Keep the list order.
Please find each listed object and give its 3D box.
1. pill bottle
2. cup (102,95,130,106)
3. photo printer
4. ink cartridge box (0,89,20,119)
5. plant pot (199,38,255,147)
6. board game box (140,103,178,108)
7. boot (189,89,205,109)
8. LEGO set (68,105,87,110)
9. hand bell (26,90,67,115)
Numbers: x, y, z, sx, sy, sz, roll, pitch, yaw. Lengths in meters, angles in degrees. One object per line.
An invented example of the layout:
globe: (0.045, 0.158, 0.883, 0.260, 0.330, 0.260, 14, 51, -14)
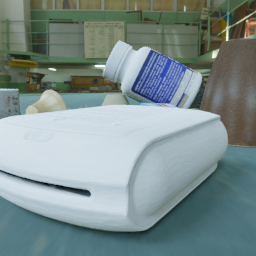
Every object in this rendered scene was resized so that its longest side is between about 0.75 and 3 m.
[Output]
pill bottle: (0.720, -1.560, 8.875, 2.798, 1.675, 1.675, 27, 8, -2)
cup: (-0.396, -0.688, 9.243, 1.148, 0.821, 1.148, 0, 9, 0)
photo printer: (-0.192, 0.233, 3.011, 1.947, 0.813, 2.341, 7, 11, 32)
ink cartridge box: (-4.711, -0.603, 7.953, 2.121, 1.013, 2.416, 2, 9, 15)
plant pot: (2.352, -0.761, 5.768, 1.853, 1.983, 1.853, -1, 8, 0)
board game box: (1.135, -0.282, 6.825, 1.190, 0.288, 1.573, 27, 18, 27)
boot: (2.848, -1.205, 12.797, 2.637, 1.052, 2.900, 6, 2, 13)
LEGO set: (-1.656, -0.387, 7.400, 1.822, 0.516, 1.183, 7, -8, -23)
hand bell: (-2.425, -0.137, 6.341, 1.024, 1.024, 1.967, 6, 24, 37)
